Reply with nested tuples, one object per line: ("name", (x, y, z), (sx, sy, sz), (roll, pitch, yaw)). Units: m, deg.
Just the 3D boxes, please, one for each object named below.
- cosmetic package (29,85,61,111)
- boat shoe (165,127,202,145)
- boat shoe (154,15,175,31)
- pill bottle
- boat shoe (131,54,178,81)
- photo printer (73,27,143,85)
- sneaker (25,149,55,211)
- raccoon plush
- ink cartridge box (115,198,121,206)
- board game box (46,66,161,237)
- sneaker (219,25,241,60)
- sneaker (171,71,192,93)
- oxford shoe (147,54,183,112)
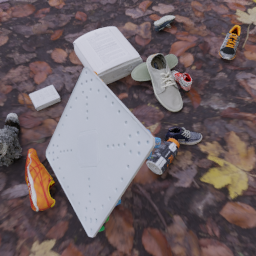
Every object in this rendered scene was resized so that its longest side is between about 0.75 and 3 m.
("cosmetic package", (-3.342, -1.224, 11.288), (1.031, 0.266, 0.777), (-26, 59, -16))
("boat shoe", (2.047, 0.254, 10.133), (1.369, 0.635, 0.511), (-4, 58, -2))
("boat shoe", (1.800, -5.093, 13.624), (0.518, 0.428, 1.384), (25, 50, 33))
("pill bottle", (1.261, 0.934, 9.681), (0.675, 0.675, 1.271), (34, 64, 19))
("boat shoe", (1.085, -2.461, 11.879), (2.139, 0.644, 0.762), (-23, 90, -13))
("photo printer", (-0.984, -3.252, 12.166), (2.249, 0.939, 2.704), (-27, 61, -15))
("sneaker", (-2.929, 1.678, 9.291), (0.851, 0.806, 2.207), (-6, 60, -29))
("raccoon plush", (-4.493, 0.176, 9.588), (1.179, 1.632, 2.436), (-13, 59, -8))
("ink cartridge box", (-0.847, 1.477, 8.335), (0.790, 2.368, 1.372), (-24, 61, -15))
("board game box", (-0.821, 0.500, 6.695), (0.378, 2.922, 2.921), (4, 36, -45))
("sneaker", (4.655, -3.873, 12.691), (0.755, 0.745, 1.930), (18, 61, 9))
("sneaker", (2.221, -2.126, 11.612), (0.424, 0.681, 1.271), (-23, 60, -14))
("oxford shoe", (1.449, -1.832, 11.077), (0.960, 0.737, 2.554), (-19, 82, -16))
